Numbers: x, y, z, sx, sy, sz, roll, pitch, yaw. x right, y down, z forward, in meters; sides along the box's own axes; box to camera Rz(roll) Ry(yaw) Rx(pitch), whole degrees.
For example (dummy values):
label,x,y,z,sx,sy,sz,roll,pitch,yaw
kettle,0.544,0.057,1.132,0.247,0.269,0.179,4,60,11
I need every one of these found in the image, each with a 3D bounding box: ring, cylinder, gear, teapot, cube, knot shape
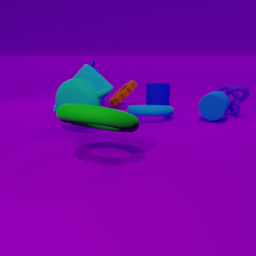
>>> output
label,x,y,z,sx,sy,sz,roll,pitch,yaw
ring,-0.578,-0.175,5.490,1.622,0.324,1.622,9,-4,1
cylinder,2.700,-0.704,8.742,0.823,0.823,0.823,8,16,26
gear,-0.201,-1.338,10.726,1.266,0.234,1.266,-39,15,13
cylinder,1.112,-1.210,10.407,0.882,0.882,0.882,1,7,0
ring,0.729,-0.568,9.098,1.517,0.303,1.517,0,7,0
teapot,-1.333,-0.722,7.601,1.989,1.237,0.974,-18,11,18
cube,-1.272,-1.338,9.418,1.074,1.074,1.074,43,7,-1
knot shape,3.347,-1.018,9.269,1.042,1.114,0.515,31,44,28

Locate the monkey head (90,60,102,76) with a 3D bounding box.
label,x,y,z,sx,sy,sz,roll,pitch,yaw
monkey head,-1.453,-1.862,10.749,0.907,1.506,1.083,-14,-7,8
